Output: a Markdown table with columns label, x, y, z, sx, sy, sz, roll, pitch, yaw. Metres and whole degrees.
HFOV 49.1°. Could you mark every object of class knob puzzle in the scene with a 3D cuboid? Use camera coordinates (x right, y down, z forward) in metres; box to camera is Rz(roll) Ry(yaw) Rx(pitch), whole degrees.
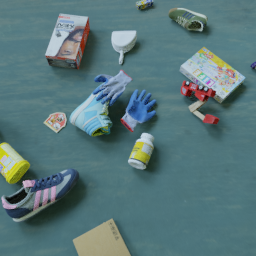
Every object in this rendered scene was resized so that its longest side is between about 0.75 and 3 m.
| label | x | y | z | sx | sy | sz | roll | pitch | yaw |
| --- | --- | --- | --- | --- | --- | --- | --- | --- | --- |
| knob puzzle | -2.798 | -0.307 | 11.054 | 0.900 | 0.125 | 0.900 | 0 | 65 | 0 |

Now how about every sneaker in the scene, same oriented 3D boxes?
| label | x | y | z | sx | sy | sz | roll | pitch | yaw |
| --- | --- | --- | --- | --- | --- | --- | --- | --- | --- |
| sneaker | -2.879 | 2.025 | 9.333 | 2.607 | 1.069 | 0.915 | -35 | 35 | -17 |
| sneaker | -0.918 | -0.632 | 10.793 | 1.534 | 0.934 | 2.349 | 39 | 79 | 17 |
| sneaker | 2.730 | -4.949 | 12.921 | 1.843 | 0.618 | 0.828 | 14 | 61 | 3 |

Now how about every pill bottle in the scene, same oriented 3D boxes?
| label | x | y | z | sx | sy | sz | roll | pitch | yaw |
| --- | --- | --- | --- | --- | --- | --- | --- | --- | --- |
| pill bottle | 0.525 | 0.834 | 10.213 | 0.688 | 0.688 | 1.227 | 19 | 66 | 9 |

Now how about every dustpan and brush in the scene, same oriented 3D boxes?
| label | x | y | z | sx | sy | sz | roll | pitch | yaw |
| --- | --- | --- | --- | --- | --- | --- | --- | --- | --- |
| dustpan and brush | -0.244 | -3.584 | 12.457 | 1.162 | 0.476 | 1.665 | 2 | 58 | 11 |

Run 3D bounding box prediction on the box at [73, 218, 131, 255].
| label | x | y | z | sx | sy | sz | roll | pitch | yaw |
| --- | --- | --- | --- | --- | --- | --- | --- | --- | --- |
| box | -0.749 | 4.051 | 8.912 | 1.478 | 0.192 | 1.809 | -26 | 63 | -11 |

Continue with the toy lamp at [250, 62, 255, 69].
| label | x | y | z | sx | sy | sz | roll | pitch | yaw |
| --- | --- | --- | --- | --- | --- | --- | --- | --- | --- |
| toy lamp | 5.699 | -2.159 | 11.763 | 0.417 | 0.417 | 1.433 | -21 | 67 | -10 |

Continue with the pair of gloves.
| label | x | y | z | sx | sy | sz | roll | pitch | yaw |
| --- | --- | --- | --- | --- | --- | --- | --- | --- | --- |
| pair of gloves | -0.093 | -1.174 | 10.730 | 2.622 | 0.299 | 2.108 | 44 | 50 | -4 |

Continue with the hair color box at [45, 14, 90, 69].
| label | x | y | z | sx | sy | sz | roll | pitch | yaw |
| --- | --- | --- | --- | --- | --- | --- | --- | --- | --- |
| hair color box | -2.603 | -3.839 | 12.340 | 1.343 | 0.774 | 2.422 | 8 | 67 | 3 |

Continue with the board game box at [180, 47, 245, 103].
| label | x | y | z | sx | sy | sz | roll | pitch | yaw |
| --- | --- | --- | --- | --- | --- | --- | --- | --- | --- |
| board game box | 3.538 | -2.267 | 11.811 | 1.511 | 0.385 | 2.248 | -41 | 72 | -17 |

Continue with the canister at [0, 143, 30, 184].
| label | x | y | z | sx | sy | sz | roll | pitch | yaw |
| --- | --- | --- | --- | --- | --- | --- | --- | --- | --- |
| canister | -4.266 | 1.237 | 10.035 | 1.253 | 0.542 | 0.930 | 39 | 88 | 18 |

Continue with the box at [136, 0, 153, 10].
| label | x | y | z | sx | sy | sz | roll | pitch | yaw |
| --- | --- | --- | --- | --- | --- | --- | --- | --- | --- |
| box | 0.814 | -6.043 | 13.639 | 0.813 | 0.261 | 0.285 | -20 | 66 | -8 |

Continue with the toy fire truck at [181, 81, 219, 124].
| label | x | y | z | sx | sy | sz | roll | pitch | yaw |
| --- | --- | --- | --- | --- | --- | --- | --- | --- | --- |
| toy fire truck | 2.805 | -1.021 | 11.009 | 1.870 | 0.456 | 1.319 | 27 | 105 | 38 |
